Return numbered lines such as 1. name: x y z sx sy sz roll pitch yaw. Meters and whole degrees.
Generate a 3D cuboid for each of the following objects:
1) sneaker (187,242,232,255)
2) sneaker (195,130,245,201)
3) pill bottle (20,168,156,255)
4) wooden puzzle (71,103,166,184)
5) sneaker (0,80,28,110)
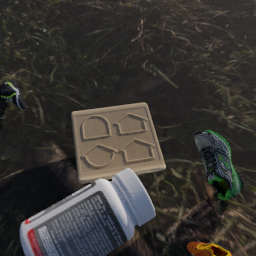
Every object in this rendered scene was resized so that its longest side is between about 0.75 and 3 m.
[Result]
1. sneaker: 1.857 2.790 6.412 1.177 0.454 0.429 -4 26 47
2. sneaker: 2.317 0.945 7.272 0.840 0.770 1.973 -28 87 -43
3. pill bottle: -0.826 2.122 6.280 2.685 1.529 1.529 -28 59 -13
4. wooden puzzle: -0.352 0.399 8.120 2.348 0.587 2.535 -8 53 -9
5. sneaker: -3.841 -0.973 9.140 0.736 0.637 1.777 -28 40 -19
